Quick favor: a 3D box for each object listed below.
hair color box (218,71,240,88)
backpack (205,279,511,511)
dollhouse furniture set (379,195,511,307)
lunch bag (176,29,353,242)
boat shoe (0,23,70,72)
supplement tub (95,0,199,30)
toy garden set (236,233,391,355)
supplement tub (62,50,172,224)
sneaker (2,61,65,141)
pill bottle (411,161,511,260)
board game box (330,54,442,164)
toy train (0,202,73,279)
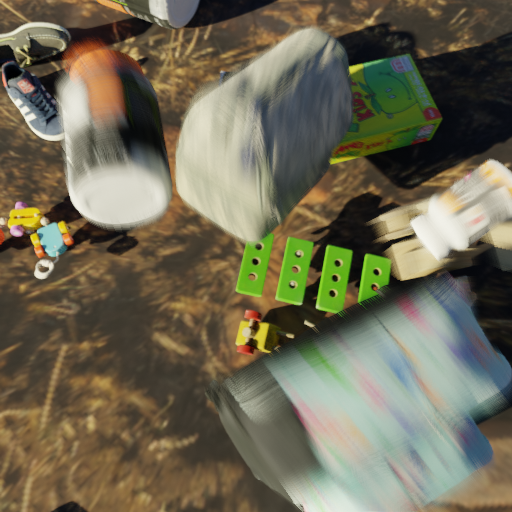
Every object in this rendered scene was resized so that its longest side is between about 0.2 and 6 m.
[{"bbox_3d":[-0.467,-3.066,10.995,0.588,0.360,1.187,4,60,3],"label":"hair color box"},{"bbox_3d":[1.395,1.715,6.889,3.241,2.877,2.440,-32,83,-18],"label":"backpack"},{"bbox_3d":[2.989,-0.143,8.229,1.827,1.214,1.602,-15,95,34],"label":"dollhouse furniture set"},{"bbox_3d":[0.152,-1.848,8.201,1.854,2.232,2.661,35,58,14],"label":"lunch bag"},{"bbox_3d":[-4.846,-4.177,11.410,2.140,0.765,0.640,-9,61,2],"label":"boat shoe"},{"bbox_3d":[-2.581,-5.970,11.914,2.571,1.575,1.575,25,64,13],"label":"supplement tub"},{"bbox_3d":[0.810,0.761,8.775,2.299,0.459,1.916,13,74,-2],"label":"toy garden set"},{"bbox_3d":[-2.251,-1.923,8.941,1.544,1.544,2.520,-10,65,-6],"label":"supplement tub"},{"bbox_3d":[-4.246,-2.989,10.690,1.949,0.824,0.731,41,69,20],"label":"sneaker"},{"bbox_3d":[2.385,-0.499,6.354,1.135,0.661,0.661,-36,64,9],"label":"pill bottle"},{"bbox_3d":[1.665,-2.631,10.435,3.065,0.730,1.557,-15,70,-9],"label":"board game box"},{"bbox_3d":[-3.876,-0.182,9.367,1.721,0.479,1.293,20,64,14],"label":"toy train"}]
